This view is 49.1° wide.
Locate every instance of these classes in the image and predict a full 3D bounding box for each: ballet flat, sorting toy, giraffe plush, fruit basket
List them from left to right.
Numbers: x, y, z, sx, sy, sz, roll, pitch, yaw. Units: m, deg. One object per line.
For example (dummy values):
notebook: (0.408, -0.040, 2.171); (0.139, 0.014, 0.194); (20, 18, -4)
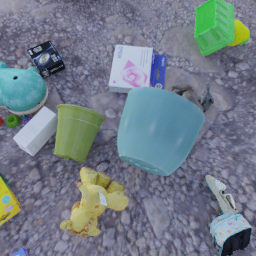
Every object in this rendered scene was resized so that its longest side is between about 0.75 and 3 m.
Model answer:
sorting toy: (-4.918, -0.396, 11.450); (1.683, 0.580, 0.583); (-4, 63, -1)
giraffe plush: (-1.223, 2.701, 9.412); (1.965, 2.277, 1.847); (31, 102, -2)
fruit basket: (4.407, -4.561, 13.169); (2.623, 1.892, 2.623); (16, 65, -40)
ballet flat: (3.393, 2.360, 10.053); (0.581, 0.581, 1.673); (-22, 69, -10)

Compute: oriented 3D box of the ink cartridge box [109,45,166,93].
ink cartridge box: (0.487, -2.629, 12.604); (2.427, 0.526, 2.383); (5, 63, 4)

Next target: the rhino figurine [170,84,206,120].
rhino figurine: (2.570, -0.855, 11.622); (1.011, 0.691, 2.311); (-14, 66, -6)

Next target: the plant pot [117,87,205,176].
plant pot: (0.960, 0.304, 9.929); (2.919, 2.919, 2.343); (19, 74, 9)

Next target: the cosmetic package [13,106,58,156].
cosmetic package: (-3.495, 0.128, 10.971); (0.705, 0.981, 1.738); (31, 66, 14)

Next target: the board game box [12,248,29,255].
board game box: (-3.764, 4.664, 9.086); (1.270, 0.284, 0.854); (-31, 68, -14)

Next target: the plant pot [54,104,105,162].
plant pot: (-1.992, 0.277, 10.580); (1.901, 1.901, 1.805); (12, 77, 6)

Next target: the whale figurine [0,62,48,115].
whale figurine: (-4.781, -1.892, 11.644); (2.972, 1.542, 2.364); (36, 69, 17)

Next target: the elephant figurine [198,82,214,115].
elephant figurine: (3.237, -1.221, 11.609); (0.718, 1.014, 0.787); (-35, 69, -16)

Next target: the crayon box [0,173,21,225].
crayon box: (-4.720, 2.608, 10.001); (1.193, 0.477, 1.879); (-35, 68, -16)

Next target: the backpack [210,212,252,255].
backpack: (3.340, 3.386, 9.113); (1.214, 1.381, 1.059); (-19, 49, -7)

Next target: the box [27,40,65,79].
box: (-3.730, -3.132, 12.781); (1.174, 0.617, 1.434); (-28, 67, -13)
